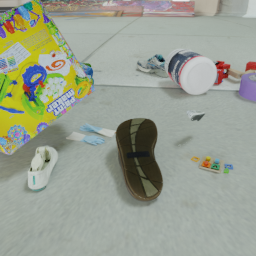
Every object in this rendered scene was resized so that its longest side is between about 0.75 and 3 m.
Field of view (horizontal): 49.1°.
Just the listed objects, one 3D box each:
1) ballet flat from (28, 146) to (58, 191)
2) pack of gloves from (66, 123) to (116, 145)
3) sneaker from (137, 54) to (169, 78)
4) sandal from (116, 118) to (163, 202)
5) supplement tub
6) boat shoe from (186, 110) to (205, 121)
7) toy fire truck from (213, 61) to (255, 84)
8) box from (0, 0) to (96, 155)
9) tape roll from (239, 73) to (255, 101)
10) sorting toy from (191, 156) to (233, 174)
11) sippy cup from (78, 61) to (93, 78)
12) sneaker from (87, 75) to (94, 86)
[{"bbox_3d":[-2.001,0.758,6.589,0.578,0.578,1.664,-2,27,-4],"label":"ballet flat"},{"bbox_3d":[-1.063,0.117,8.178,1.167,0.230,0.981,12,29,22],"label":"pack of gloves"},{"bbox_3d":[1.362,-3.202,13.780,2.199,0.949,0.853,24,36,38],"label":"sneaker"},{"bbox_3d":[0.271,0.698,6.660,1.069,0.714,2.615,-2,42,-8],"label":"sandal"},{"bbox_3d":[2.525,-2.409,11.647,1.515,1.515,2.159,-7,28,-13],"label":"supplement tub"},{"bbox_3d":[1.870,-0.368,7.700,0.836,0.308,0.268,-8,50,-52],"label":"boat shoe"},{"bbox_3d":[4.699,-2.552,12.851,1.890,0.653,2.680,17,32,29],"label":"toy fire truck"},{"bbox_3d":[-2.755,-1.206,6.874,2.694,2.595,1.644,-42,23,-29],"label":"box"},{"bbox_3d":[5.259,-1.607,10.996,1.632,0.693,1.632,0,27,0],"label":"tape roll"},{"bbox_3d":[2.045,0.850,6.853,1.022,0.139,0.575,12,30,23],"label":"sorting toy"},{"bbox_3d":[-2.082,-2.491,12.564,0.900,1.227,0.964,19,-9,12],"label":"sippy cup"},{"bbox_3d":[-2.158,-1.919,11.538,1.294,0.789,1.983,-17,41,-26],"label":"sneaker"}]
